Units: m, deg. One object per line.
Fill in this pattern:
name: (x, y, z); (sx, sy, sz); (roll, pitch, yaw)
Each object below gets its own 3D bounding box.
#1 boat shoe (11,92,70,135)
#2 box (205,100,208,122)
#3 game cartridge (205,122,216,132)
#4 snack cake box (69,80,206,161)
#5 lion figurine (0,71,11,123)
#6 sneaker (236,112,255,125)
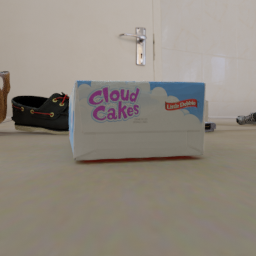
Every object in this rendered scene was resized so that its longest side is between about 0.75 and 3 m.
boat shoe: (-1.543, -0.355, 6.150); (2.556, 0.801, 0.935); (3, 20, 25)
box: (3.003, -0.803, 13.777); (1.705, 1.090, 0.929); (2, 3, 31)
game cartridge: (1.362, -0.026, 6.730); (1.384, 0.280, 0.923); (-2, 0, -44)
snack cake box: (-0.103, -0.114, 3.499); (1.233, 0.721, 2.145); (1, 2, -13)
lion figurine: (-3.540, -0.581, 6.701); (1.007, 1.702, 2.780); (-14, 24, -37)
sneaker: (4.639, -0.316, 10.815); (0.812, 0.527, 1.406); (-4, -8, 8)
